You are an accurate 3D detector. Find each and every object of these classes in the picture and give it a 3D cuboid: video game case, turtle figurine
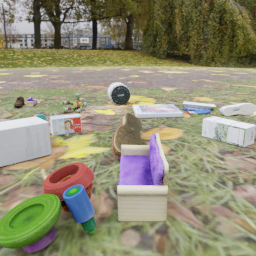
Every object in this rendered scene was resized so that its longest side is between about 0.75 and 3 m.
[{"bbox_3d":[1.457,-0.897,14.451,2.286,0.263,2.083,-1,16,-4],"label":"video game case"},{"bbox_3d":[-2.743,-1.290,14.583,1.309,0.971,1.350,-9,15,-17],"label":"turtle figurine"}]

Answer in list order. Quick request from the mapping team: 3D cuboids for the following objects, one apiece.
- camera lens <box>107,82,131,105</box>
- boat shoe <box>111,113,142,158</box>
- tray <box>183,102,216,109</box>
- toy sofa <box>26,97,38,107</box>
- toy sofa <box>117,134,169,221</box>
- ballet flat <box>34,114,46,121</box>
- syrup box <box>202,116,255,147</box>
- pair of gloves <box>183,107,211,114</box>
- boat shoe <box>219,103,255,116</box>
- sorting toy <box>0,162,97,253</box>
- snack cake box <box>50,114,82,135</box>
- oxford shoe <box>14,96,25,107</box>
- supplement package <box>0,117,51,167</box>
[{"bbox_3d":[-0.564,-2.077,16.780,1.228,1.228,1.536,-4,16,-12],"label":"camera lens"},{"bbox_3d":[-0.099,0.344,9.221,0.867,0.814,2.410,35,26,-8],"label":"boat shoe"},{"bbox_3d":[3.898,-1.239,15.398,1.711,0.190,0.919,7,14,11],"label":"tray"},{"bbox_3d":[-5.615,-1.554,16.416,0.378,0.445,0.912,0,15,-1],"label":"toy sofa"},{"bbox_3d":[0.285,0.962,6.384,0.995,1.173,2.404,0,17,1],"label":"toy sofa"},{"bbox_3d":[-4.089,-0.309,12.257,0.447,0.447,1.287,4,17,14],"label":"ballet flat"},{"bbox_3d":[3.610,0.098,10.195,0.718,0.694,1.763,-12,20,-36],"label":"syrup box"},{"bbox_3d":[3.618,-0.966,14.863,1.239,0.176,1.541,-1,17,-5],"label":"pair of gloves"},{"bbox_3d":[5.501,-0.927,14.093,1.792,0.645,0.614,-11,18,-5],"label":"boat shoe"},{"bbox_3d":[-1.228,1.560,5.179,1.367,0.934,2.274,-9,23,28],"label":"sorting toy"},{"bbox_3d":[-2.439,-0.139,11.067,1.170,0.673,0.393,-7,18,-23],"label":"snack cake box"},{"bbox_3d":[-6.266,-1.513,16.048,0.488,0.567,1.344,0,17,-10],"label":"oxford shoe"},{"bbox_3d":[-3.450,0.387,8.482,1.875,1.096,1.100,-12,20,-37],"label":"supplement package"}]
